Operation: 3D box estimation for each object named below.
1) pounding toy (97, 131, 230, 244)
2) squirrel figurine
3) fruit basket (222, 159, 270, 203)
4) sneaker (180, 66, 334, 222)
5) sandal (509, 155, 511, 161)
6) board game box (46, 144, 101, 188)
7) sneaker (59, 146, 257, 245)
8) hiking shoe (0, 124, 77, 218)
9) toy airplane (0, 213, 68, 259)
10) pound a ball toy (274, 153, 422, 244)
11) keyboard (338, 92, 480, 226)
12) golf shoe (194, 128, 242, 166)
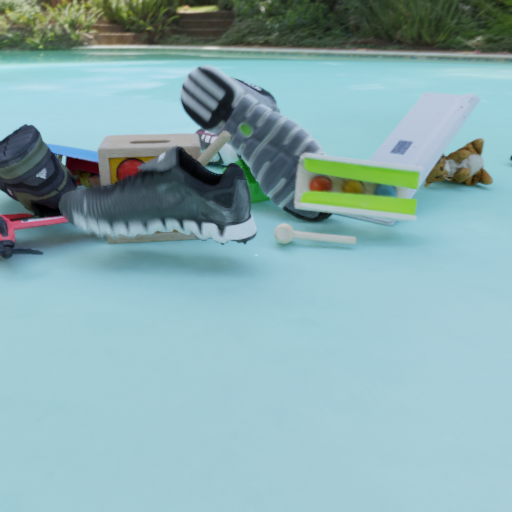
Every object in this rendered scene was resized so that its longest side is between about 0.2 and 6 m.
[{"bbox_3d":[-1.365,-1.123,8.512,1.885,1.735,1.340,-3,24,-7],"label":"pounding toy"},{"bbox_3d":[3.892,-1.786,11.456,1.242,0.942,1.331,-16,12,-10],"label":"squirrel figurine"},{"bbox_3d":[-0.053,-1.408,10.660,1.289,0.930,1.289,-19,-15,-6],"label":"fruit basket"},{"bbox_3d":[0.358,-2.134,9.965,3.366,1.263,1.944,45,26,1],"label":"sneaker"},{"bbox_3d":[7.018,-2.282,12.783,2.338,0.527,0.878,4,23,9],"label":"sandal"},{"bbox_3d":[-2.759,-1.539,10.753,2.738,0.675,3.466,5,12,-33],"label":"board game box"},{"bbox_3d":[-1.298,-0.877,7.393,2.673,1.210,0.888,5,26,6],"label":"sneaker"},{"bbox_3d":[-3.852,-1.237,9.502,1.208,1.606,3.191,-41,24,-15],"label":"hiking shoe"},{"bbox_3d":[-3.972,-0.468,8.442,3.047,0.560,3.047,4,19,-1],"label":"toy airplane"},{"bbox_3d":[1.345,-0.789,8.597,2.090,1.363,0.888,5,4,-3],"label":"pound a ball toy"},{"bbox_3d":[2.930,-2.016,10.665,1.212,0.230,4.305,12,47,37],"label":"keyboard"},{"bbox_3d":[-0.864,-2.373,12.814,1.137,0.996,2.581,-28,28,-10],"label":"golf shoe"}]
